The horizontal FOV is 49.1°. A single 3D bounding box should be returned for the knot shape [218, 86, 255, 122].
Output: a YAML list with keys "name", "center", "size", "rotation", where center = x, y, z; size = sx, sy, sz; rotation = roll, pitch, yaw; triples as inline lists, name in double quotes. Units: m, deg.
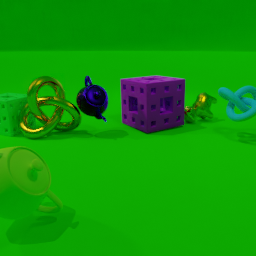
- name: "knot shape"
  center: [2.786, -0.574, 6.855]
  size: [1.160, 0.536, 1.086]
  rotation: [12, 45, -1]

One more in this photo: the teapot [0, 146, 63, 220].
- name: "teapot"
  center: [-1.448, 0.613, 3.625]
  size: [0.757, 1.547, 0.962]
  rotation: [-33, 21, 20]

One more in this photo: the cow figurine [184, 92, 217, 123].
- name: "cow figurine"
  center: [2.124, -0.641, 8.564]
  size: [1.101, 1.119, 0.614]
  rotation: [24, -11, -25]

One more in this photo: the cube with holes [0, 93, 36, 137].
- name: "cube with holes"
  center: [-3.248, -0.400, 7.690]
  size: [0.939, 0.939, 0.939]
  rotation: [8, 19, 23]

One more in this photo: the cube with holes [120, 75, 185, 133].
- name: "cube with holes"
  center: [0.696, -0.751, 8.080]
  size: [1.318, 1.318, 1.318]
  rotation: [-12, 19, -30]

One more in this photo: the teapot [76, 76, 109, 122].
- name: "teapot"
  center: [-0.857, -0.706, 7.175]
  size: [0.857, 1.378, 0.675]
  rotation: [-14, -14, -29]

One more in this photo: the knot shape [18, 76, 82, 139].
- name: "knot shape"
  center: [-2.061, -0.569, 7.228]
  size: [1.635, 1.530, 0.756]
  rotation: [-7, 13, -10]
